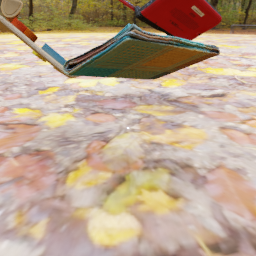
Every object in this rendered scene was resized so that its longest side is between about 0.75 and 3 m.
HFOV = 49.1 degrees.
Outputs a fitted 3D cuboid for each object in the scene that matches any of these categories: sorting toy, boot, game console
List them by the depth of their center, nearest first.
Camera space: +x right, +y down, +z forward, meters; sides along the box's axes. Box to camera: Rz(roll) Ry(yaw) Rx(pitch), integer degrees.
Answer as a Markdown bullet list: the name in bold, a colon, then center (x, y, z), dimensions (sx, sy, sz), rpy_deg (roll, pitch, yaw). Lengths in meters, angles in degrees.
- **sorting toy**: center (-1.888, -1.704, 6.095), dimensions (1.924, 0.346, 2.582), rpy_deg (34, 1, -16)
- **game console**: center (1.132, -3.505, 8.074), dimensions (2.134, 1.470, 2.476), rpy_deg (-25, -20, 36)
- **boot**: center (-3.543, -3.477, 8.444), dimensions (0.551, 1.115, 1.437), rpy_deg (8, 57, -27)

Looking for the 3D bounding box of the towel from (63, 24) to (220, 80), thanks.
- **towel**: center (0.260, -1.067, 4.355), dimensions (2.108, 0.229, 1.546), rpy_deg (-8, -3, -44)
